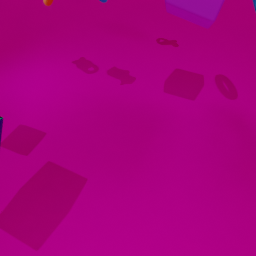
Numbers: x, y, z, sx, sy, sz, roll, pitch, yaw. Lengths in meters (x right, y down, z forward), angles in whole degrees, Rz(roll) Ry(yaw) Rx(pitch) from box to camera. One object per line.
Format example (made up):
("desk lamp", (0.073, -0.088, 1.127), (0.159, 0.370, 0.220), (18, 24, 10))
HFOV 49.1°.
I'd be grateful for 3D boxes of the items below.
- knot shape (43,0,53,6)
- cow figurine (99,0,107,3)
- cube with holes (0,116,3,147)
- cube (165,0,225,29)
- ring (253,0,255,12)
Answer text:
("knot shape", (-2.213, -3.939, 7.663), (0.653, 1.323, 1.414), (-44, 100, -12))
("cow figurine", (-0.772, -3.518, 6.614), (1.303, 0.715, 1.282), (26, 4, 12))
("cube with holes", (-2.436, 0.400, 3.123), (1.299, 1.299, 1.299), (24, 28, 9))
("cube", (1.618, -3.111, 6.374), (1.172, 1.172, 1.172), (24, 15, 4))
("ring", (3.119, -2.921, 6.392), (0.295, 1.474, 1.474), (-16, 39, 20))
